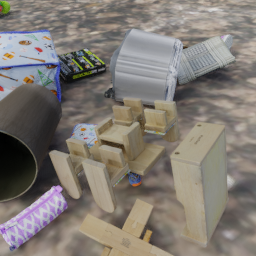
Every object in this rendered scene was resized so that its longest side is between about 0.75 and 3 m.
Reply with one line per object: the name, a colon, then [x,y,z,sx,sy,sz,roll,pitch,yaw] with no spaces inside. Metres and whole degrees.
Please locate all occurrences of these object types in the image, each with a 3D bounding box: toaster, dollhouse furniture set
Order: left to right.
toaster: [0.566,-1.747,8.338,1.854,1.631,2.871,10,42,9]
dollhouse furniture set: [0.413,0.804,5.527,2.725,1.810,2.389,10,36,36]

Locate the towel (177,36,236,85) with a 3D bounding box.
towel: [2.455,-2.407,9.558,1.923,0.345,1.997,-22,36,15]

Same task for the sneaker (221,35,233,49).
sneaker: [3.135,-2.879,10.592,1.031,0.655,1.808,9,42,42]

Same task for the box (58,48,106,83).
box: [-1.784,-2.246,9.907,1.509,0.371,1.562,-20,44,-25]

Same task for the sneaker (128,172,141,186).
sneaker: [0.074,0.864,6.210,0.328,0.341,0.870,-16,43,-19]

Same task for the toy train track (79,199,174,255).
toy train track: [-0.301,2.408,4.358,1.614,0.458,2.814,22,50,14]

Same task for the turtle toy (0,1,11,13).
turtle toy: [-6.757,-6.108,14.076,1.272,0.882,1.746,2,30,41]

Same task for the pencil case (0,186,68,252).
pencil case: [-1.722,1.611,5.138,0.532,0.542,1.268,25,47,36]

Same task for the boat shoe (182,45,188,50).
boat shoe: [1.735,-2.980,10.755,1.168,0.421,0.420,-18,44,-11]

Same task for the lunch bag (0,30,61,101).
lunch bag: [-3.516,-1.728,8.291,2.731,1.691,2.322,-7,41,-20]

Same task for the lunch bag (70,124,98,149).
lunch bag: [-0.797,0.273,6.848,1.187,0.448,0.951,4,38,6]

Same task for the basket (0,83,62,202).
basket: [-2.456,0.120,6.127,2.143,1.616,2.376,-31,24,24]
